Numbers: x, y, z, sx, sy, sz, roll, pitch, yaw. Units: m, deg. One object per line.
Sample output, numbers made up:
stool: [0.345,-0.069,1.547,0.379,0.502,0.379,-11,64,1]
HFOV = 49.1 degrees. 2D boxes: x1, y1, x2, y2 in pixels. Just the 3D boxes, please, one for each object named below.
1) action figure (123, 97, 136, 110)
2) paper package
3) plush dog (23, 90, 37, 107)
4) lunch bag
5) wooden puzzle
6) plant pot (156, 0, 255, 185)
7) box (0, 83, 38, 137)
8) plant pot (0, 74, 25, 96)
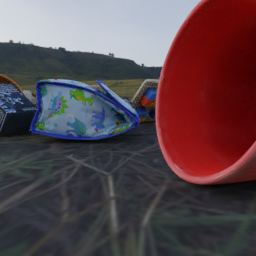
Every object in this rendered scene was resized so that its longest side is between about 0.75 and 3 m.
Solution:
action figure: [-0.229,-0.574,11.044,1.216,0.648,1.869,-22,32,17]
paper package: [-1.967,-0.841,10.977,2.655,1.441,2.786,-8,7,-7]
plush dog: [-5.281,-0.768,11.752,2.674,2.146,2.297,25,-17,-16]
lunch bag: [-1.081,-0.520,8.255,2.810,1.790,2.389,11,8,-3]
wooden puzzle: [1.236,-1.081,13.154,2.725,0.681,2.942,-5,-33,-41]
plant pot: [2.032,-0.415,4.092,2.351,2.658,2.658,8,3,-21]
box: [-3.961,-0.634,9.040,1.732,0.927,1.286,40,24,21]
plant pot: [-4.736,-0.708,9.672,1.400,2.001,2.001,-17,-6,38]
